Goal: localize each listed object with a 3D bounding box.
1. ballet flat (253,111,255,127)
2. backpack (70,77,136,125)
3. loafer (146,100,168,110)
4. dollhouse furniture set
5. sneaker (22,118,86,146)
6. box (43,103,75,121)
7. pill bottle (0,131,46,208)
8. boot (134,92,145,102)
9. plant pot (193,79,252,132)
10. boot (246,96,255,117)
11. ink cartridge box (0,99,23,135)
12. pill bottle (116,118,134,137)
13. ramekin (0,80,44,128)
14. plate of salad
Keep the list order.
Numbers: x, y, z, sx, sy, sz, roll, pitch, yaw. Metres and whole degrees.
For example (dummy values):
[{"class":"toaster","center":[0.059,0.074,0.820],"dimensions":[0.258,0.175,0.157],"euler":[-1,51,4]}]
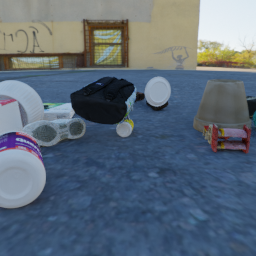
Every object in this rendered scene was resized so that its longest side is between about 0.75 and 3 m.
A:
[{"class":"ballet flat","center":[5.489,-0.055,10.392],"dimensions":[0.965,0.924,2.743],"euler":[25,17,0]},{"class":"backpack","center":[-0.617,-0.976,9.608],"dimensions":[1.885,1.776,2.311],"euler":[12,40,11]},{"class":"loafer","center":[1.630,-1.557,15.721],"dimensions":[0.908,0.929,2.546],"euler":[2,24,-9]},{"class":"dollhouse furniture set","center":[3.234,0.154,9.384],"dimensions":[1.057,0.799,1.964],"euler":[1,15,4]},{"class":"sneaker","center":[-2.671,0.119,9.799],"dimensions":[2.250,0.876,1.118],"euler":[-5,5,-42]},{"class":"box","center":[-3.517,-0.814,13.630],"dimensions":[1.723,0.434,2.388],"euler":[-1,14,-4]},{"class":"pill bottle","center":[-2.543,0.781,6.287],"dimensions":[1.206,1.206,2.144],"euler":[-6,17,-20]},{"class":"boot","center":[-0.323,-2.146,17.956],"dimensions":[2.211,0.710,2.061],"euler":[14,7,32]},{"class":"plant pot","center":[3.787,-0.897,11.113],"dimensions":[2.243,1.946,2.243],"euler":[0,16,0]},{"class":"boot","center":[5.525,-1.132,13.691],"dimensions":[2.912,1.051,2.200],"euler":[-5,14,-22]},{"class":"ink cartridge box","center":[-5.061,0.014,8.447],"dimensions":[2.984,1.277,2.202],"euler":[-8,15,5]},{"class":"pill bottle","center":[-0.089,-0.063,10.600],"dimensions":[0.571,0.571,1.015],"euler":[2,16,6]},{"class":"ramekin","center":[-4.193,-0.609,10.095],"dimensions":[2.074,2.074,0.966],"euler":[1,26,5]},{"class":"plate of salad","center":[1.434,-1.782,13.693],"dimensions":[1.447,1.447,0.348],"euler":[-6,16,-22]}]
